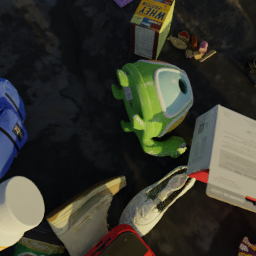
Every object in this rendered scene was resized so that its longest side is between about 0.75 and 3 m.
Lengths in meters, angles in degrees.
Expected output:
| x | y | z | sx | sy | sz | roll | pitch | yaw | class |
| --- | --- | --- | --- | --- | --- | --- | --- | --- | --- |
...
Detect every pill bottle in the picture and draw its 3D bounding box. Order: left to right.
| x | y | z | sx | sy | sz | roll | pitch | yaw | class |
| --- | --- | --- | --- | --- | --- | --- | --- | --- | --- |
| -2.184 | 1.439 | 4.257 | 1.669 | 0.971 | 0.971 | -28 | 67 | 14 | pill bottle |

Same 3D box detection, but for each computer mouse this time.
| x | y | z | sx | sy | sz | roll | pitch | yaw | class |
| --- | --- | --- | --- | --- | --- | --- | --- | --- | --- |
| 5.040 | -1.479 | 8.846 | 1.926 | 0.631 | 2.743 | -23 | 68 | -11 | computer mouse |

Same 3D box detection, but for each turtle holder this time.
| x | y | z | sx | sy | sz | roll | pitch | yaw | class |
| --- | --- | --- | --- | --- | --- | --- | --- | --- | --- |
| 0.808 | -0.607 | 7.693 | 1.911 | 2.044 | 2.690 | -16 | 65 | -12 | turtle holder |

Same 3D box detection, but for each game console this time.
| x | y | z | sx | sy | sz | roll | pitch | yaw | class |
| --- | --- | --- | --- | --- | --- | --- | --- | --- | --- |
| -0.335 | 3.469 | 6.307 | 2.206 | 0.342 | 1.951 | -40 | 113 | -15 | game console |

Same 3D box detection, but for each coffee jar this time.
| x | y | z | sx | sy | sz | roll | pitch | yaw | class |
| --- | --- | --- | --- | --- | --- | --- | --- | --- | --- |
| -2.255 | 3.361 | 6.518 | 1.189 | 0.973 | 2.280 | 12 | 67 | 6 | coffee jar |

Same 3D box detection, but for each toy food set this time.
| x | y | z | sx | sy | sz | roll | pitch | yaw | class |
| --- | --- | --- | --- | --- | --- | --- | --- | --- | --- |
| 2.202 | -2.828 | 9.677 | 0.996 | 0.247 | 1.567 | -34 | 63 | -14 | toy food set |

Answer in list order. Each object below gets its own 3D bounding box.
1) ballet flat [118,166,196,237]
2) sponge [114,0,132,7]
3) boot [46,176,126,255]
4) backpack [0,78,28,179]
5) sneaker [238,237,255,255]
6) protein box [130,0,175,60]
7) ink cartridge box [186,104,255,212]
| x | y | z | sx | sy | sz | roll | pitch | yaw | class |
| --- | --- | --- | --- | --- | --- | --- | --- | --- | --- |
| 0.763 | 1.824 | 7.271 | 2.614 | 0.908 | 0.908 | -38 | 71 | -15 | ballet flat |
| 0.093 | -5.347 | 10.767 | 1.619 | 0.241 | 0.903 | -36 | 70 | -15 | sponge |
| -0.643 | 2.365 | 7.002 | 2.315 | 0.843 | 1.800 | -27 | 88 | -42 | boot |
| -3.861 | -0.037 | 7.424 | 2.257 | 2.185 | 2.689 | 16 | 58 | 7 | backpack |
| 3.461 | 3.173 | 6.852 | 1.396 | 0.523 | 0.629 | 20 | 74 | 8 | sneaker |
| 0.767 | -3.320 | 9.207 | 0.973 | 1.443 | 1.432 | 20 | 68 | 9 | protein box |
| 2.919 | 1.011 | 7.092 | 2.601 | 1.091 | 2.283 | 22 | 66 | -11 | ink cartridge box |
